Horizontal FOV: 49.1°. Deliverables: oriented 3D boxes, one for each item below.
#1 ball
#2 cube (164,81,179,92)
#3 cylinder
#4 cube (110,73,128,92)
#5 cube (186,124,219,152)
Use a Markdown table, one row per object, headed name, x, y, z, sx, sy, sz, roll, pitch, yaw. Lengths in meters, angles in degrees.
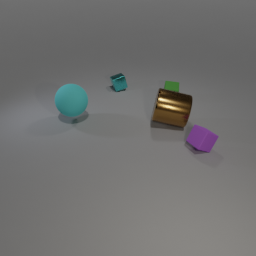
| name | x | y | z | sx | sy | sz | roll | pitch | yaw |
| --- | --- | --- | --- | --- | --- | --- | --- | --- | --- |
| ball | -2.410 | -1.181 | 11.964 | 1.400 | 1.400 | 1.400 | 0 | 30 | 0 |
| cube | 2.158 | -1.852 | 14.034 | 0.700 | 0.700 | 0.700 | 8 | 48 | 4 |
| cylinder | 1.812 | -0.836 | 11.683 | 1.400 | 1.400 | 1.400 | 13 | 30 | 1 |
| cube | -0.512 | -2.527 | 15.428 | 0.700 | 0.700 | 0.700 | -21 | 29 | -9 |
| cube | 2.714 | 0.384 | 10.246 | 0.700 | 0.700 | 0.700 | 16 | 17 | -37 |
